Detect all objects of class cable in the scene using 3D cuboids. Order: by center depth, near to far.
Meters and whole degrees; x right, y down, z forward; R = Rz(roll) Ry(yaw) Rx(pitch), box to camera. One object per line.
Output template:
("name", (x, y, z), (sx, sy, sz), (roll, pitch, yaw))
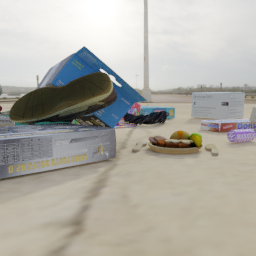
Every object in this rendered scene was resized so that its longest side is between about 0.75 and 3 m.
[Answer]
("cable", (0.757, -0.500, 12.461), (1.951, 0.608, 2.392), (2, 6, 10))

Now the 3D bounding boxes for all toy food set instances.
("toy food set", (1.085, 0.298, 6.495), (1.928, 0.387, 1.331), (1, 7, 11))

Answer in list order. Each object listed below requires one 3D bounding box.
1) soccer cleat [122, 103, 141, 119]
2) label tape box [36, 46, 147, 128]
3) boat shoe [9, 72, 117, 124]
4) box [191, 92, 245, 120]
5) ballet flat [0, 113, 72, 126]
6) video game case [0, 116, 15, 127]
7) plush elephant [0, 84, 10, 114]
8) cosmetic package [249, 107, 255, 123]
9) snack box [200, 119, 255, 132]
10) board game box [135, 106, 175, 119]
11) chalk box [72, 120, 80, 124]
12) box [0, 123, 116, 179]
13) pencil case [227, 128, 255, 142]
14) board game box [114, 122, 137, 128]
("soccer cleat", (-0.219, -0.820, 14.768), (0.870, 0.997, 2.608), (39, -22, -18))
("label tape box", (-1.154, -0.880, 7.541), (2.044, 0.897, 2.834), (37, -17, -25))
("boat shoe", (-1.464, -0.497, 6.441), (2.562, 0.916, 0.842), (-16, -37, 13))
("box", (5.016, -1.273, 15.611), (2.191, 1.440, 2.203), (6, 9, 43))
("ballet flat", (-2.952, -0.146, 8.900), (2.386, 0.841, 0.779), (3, -9, -4))
("video game case", (-4.101, 0.041, 6.201), (2.382, 0.263, 2.168), (-11, -1, 0))
("plush elephant", (-5.436, -0.753, 10.424), (2.101, 1.730, 1.626), (-30, -4, -7))
("cosmetic package", (4.978, -0.278, 9.409), (0.761, 0.537, 1.469), (-7, 23, -44))
("snack box", (4.228, -0.141, 10.478), (2.941, 0.358, 1.057), (-3, 7, -23))
("board game box", (1.057, -0.878, 15.783), (1.998, 0.621, 2.646), (-3, 7, -26))
("chalk box", (-1.918, -0.226, 10.530), (0.527, 0.530, 0.851), (-1, 8, -5))
("box", (-1.802, 0.314, 5.330), (2.529, 0.611, 2.003), (-6, 9, -41))
("pencil case", (3.066, 0.196, 7.518), (0.835, 0.350, 0.357), (-5, -20, -27))
("board game box", (-1.006, -0.407, 11.987), (2.868, 0.558, 2.266), (6, 9, 38))
